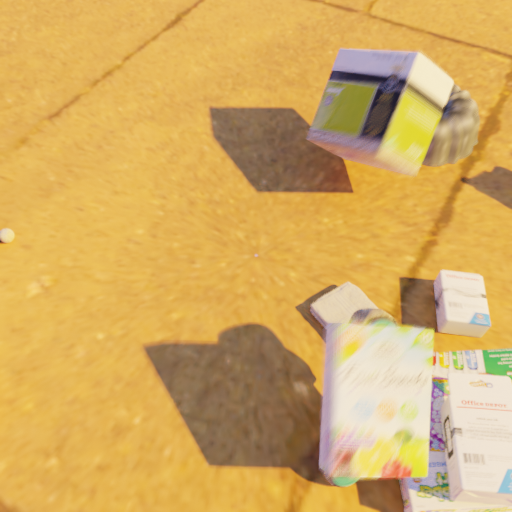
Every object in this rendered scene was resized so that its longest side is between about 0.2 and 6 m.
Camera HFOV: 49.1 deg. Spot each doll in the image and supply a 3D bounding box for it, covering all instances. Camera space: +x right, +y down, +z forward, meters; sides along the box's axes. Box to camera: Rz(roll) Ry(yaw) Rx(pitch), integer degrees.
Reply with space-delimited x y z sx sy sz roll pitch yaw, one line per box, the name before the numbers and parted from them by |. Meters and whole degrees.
doll | -4.267 -0.245 8.508 1.117 0.271 0.762 -5 44 -12

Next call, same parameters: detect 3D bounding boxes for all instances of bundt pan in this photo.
bundt pan | 3.068 -2.510 9.996 1.921 0.721 1.921 0 51 0

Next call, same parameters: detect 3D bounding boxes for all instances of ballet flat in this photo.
ballet flat | 1.149 1.608 6.619 0.700 0.777 2.063 13 90 -18

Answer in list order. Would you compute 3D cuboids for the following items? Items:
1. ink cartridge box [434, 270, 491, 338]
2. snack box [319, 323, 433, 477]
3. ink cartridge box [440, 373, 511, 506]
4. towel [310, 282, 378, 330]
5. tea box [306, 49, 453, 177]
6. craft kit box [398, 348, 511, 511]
ink cartridge box | 2.827 0.656 7.738 0.605 0.352 0.836 8 53 0
snack box | 1.266 1.506 5.906 1.087 0.405 1.528 6 84 -14
ink cartridge box | 2.485 1.986 6.154 0.757 0.442 1.304 4 52 3
towel | 1.349 0.922 7.656 0.773 0.201 1.167 -28 57 -18
tea box | 1.900 -2.264 8.798 1.073 1.580 1.606 16 8 -42
craft kit box | 2.519 2.040 6.652 1.896 0.460 1.873 -4 55 -2
